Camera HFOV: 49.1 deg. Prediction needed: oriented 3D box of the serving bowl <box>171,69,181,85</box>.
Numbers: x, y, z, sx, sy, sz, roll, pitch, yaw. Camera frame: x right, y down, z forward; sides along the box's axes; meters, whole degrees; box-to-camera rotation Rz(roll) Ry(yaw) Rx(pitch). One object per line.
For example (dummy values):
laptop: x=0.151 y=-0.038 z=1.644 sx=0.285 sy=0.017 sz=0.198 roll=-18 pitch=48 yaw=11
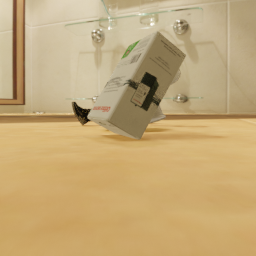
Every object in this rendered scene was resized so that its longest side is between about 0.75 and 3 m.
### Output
serving bowl: x=0.960 y=-1.760 z=8.694 sx=1.303 sy=0.428 sz=1.303 roll=-2 pitch=-24 yaw=-1

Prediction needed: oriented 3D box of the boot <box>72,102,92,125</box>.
boot: x=-1.297 y=-0.570 z=9.064 sx=0.826 sy=0.395 sz=1.093 roll=-17 pitch=-36 yaw=3

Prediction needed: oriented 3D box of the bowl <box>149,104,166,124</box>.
bowl: x=0.109 y=-0.515 z=7.128 sx=1.631 sy=0.733 sz=1.631 roll=-7 pitch=8 yaw=1

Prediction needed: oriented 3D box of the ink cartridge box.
ink cartridge box: x=0.106 y=-0.746 z=5.264 sx=0.739 sy=1.779 sz=1.304 roll=33 pitch=-8 yaw=-22
